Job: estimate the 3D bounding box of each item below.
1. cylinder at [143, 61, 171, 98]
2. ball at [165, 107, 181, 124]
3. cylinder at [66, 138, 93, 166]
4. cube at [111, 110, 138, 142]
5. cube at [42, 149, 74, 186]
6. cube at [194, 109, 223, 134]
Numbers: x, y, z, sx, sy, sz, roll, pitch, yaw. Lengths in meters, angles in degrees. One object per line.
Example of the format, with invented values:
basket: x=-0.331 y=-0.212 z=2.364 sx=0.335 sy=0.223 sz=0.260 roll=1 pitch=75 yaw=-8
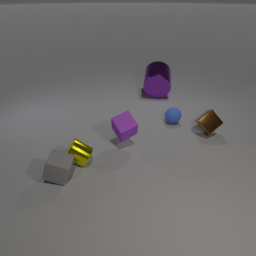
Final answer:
cylinder: x=1.537 y=-2.520 z=14.589 sx=1.400 sy=1.400 sz=1.400 roll=3 pitch=44 yaw=6
ball: x=1.928 y=-0.541 z=11.958 sx=0.700 sy=0.700 sz=0.700 roll=0 pitch=28 yaw=0
cylinder: x=-1.618 y=0.794 z=9.196 sx=0.700 sy=0.700 sz=0.700 roll=31 pitch=24 yaw=-15
cube: x=-0.123 y=-0.061 z=9.884 sx=0.700 sy=0.700 sz=0.700 roll=-27 pitch=66 yaw=-15
cube: x=-2.103 y=1.183 z=8.481 sx=0.700 sy=0.700 sz=0.700 roll=18 pitch=32 yaw=-6
cube: x=3.154 y=-0.247 z=10.969 sx=0.700 sy=0.700 sz=0.700 roll=-40 pitch=1 yaw=3
